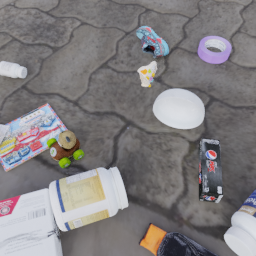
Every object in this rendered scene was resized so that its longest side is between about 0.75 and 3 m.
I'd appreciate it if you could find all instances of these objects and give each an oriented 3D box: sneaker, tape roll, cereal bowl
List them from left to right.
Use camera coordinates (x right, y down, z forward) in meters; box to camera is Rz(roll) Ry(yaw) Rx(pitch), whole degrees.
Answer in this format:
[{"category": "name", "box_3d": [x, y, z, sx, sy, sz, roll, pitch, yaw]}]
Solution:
[{"category": "sneaker", "box_3d": [0.915, -3.875, 12.627, 0.950, 0.788, 1.988, -34, 61, -20]}, {"category": "cereal bowl", "box_3d": [1.791, -0.752, 9.698, 1.765, 1.765, 0.735, 15, 60, 10]}, {"category": "tape roll", "box_3d": [3.873, -3.520, 12.570, 1.389, 0.456, 1.389, 0, 55, 1]}]

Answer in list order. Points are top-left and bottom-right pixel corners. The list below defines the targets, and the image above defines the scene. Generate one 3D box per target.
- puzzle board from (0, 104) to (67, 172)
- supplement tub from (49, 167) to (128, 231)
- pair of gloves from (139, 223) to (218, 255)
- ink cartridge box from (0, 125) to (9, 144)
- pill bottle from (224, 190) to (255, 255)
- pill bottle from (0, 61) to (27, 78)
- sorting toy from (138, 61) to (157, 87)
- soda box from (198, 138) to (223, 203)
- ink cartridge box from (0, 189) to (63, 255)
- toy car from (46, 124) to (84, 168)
[{"category": "puzzle board", "box_3d": [-3.580, 0.226, 10.071, 2.469, 0.215, 1.861, -31, 60, -20]}, {"category": "supplement tub", "box_3d": [-1.112, 1.977, 8.065, 1.989, 1.436, 1.436, -15, 56, -11]}, {"category": "pair of gloves", "box_3d": [1.135, 4.180, 7.197, 2.593, 0.360, 2.910, 21, 55, 16]}, {"category": "ink cartridge box", "box_3d": [-4.985, 0.465, 9.497, 1.058, 0.619, 1.825, 8, 58, 15]}, {"category": "pill bottle", "box_3d": [3.678, 2.566, 7.822, 2.115, 1.173, 1.173, -37, 62, -23]}, {"category": "pill bottle", "box_3d": [-4.801, -2.406, 11.698, 1.036, 0.592, 0.592, 13, 56, 9]}, {"category": "sorting toy", "box_3d": [0.761, -1.903, 9.702, 0.444, 0.831, 0.748, 28, 73, 24]}, {"category": "soda box", "box_3d": [2.619, 1.330, 8.985, 0.622, 0.695, 1.965, 5, 56, 7]}, {"category": "ink cartridge box", "box_3d": [-2.741, 3.003, 7.659, 1.604, 0.921, 2.208, -13, 56, -9]}, {"category": "toy car", "box_3d": [-2.095, 0.465, 9.138, 1.046, 1.326, 1.089, -30, 67, -20]}]
